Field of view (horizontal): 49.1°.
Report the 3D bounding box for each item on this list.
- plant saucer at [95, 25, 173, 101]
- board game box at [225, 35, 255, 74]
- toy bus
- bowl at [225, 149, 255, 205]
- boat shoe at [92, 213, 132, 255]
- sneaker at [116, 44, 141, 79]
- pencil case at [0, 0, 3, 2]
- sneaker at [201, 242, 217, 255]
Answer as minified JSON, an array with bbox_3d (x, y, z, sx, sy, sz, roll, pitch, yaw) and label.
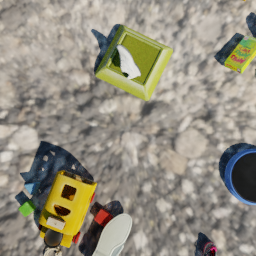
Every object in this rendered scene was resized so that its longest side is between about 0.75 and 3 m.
[{"bbox_3d":[0.163,-1.721,7.136,1.572,0.377,1.575,26,86,2],"label":"plant saucer"},{"bbox_3d":[2.931,-1.870,7.096,0.480,0.225,0.945,34,80,31],"label":"board game box"},{"bbox_3d":[-1.506,2.011,6.440,1.956,1.071,2.072,-26,85,-2],"label":"toy bus"},{"bbox_3d":[3.126,1.208,6.917,1.385,0.272,1.385,0,85,0],"label":"bowl"},{"bbox_3d":[-0.382,2.759,6.704,0.575,0.488,1.578,28,82,23],"label":"boat shoe"},{"bbox_3d":[-0.041,-1.541,6.611,0.399,0.341,0.916,-29,117,9],"label":"sneaker"},{"bbox_3d":[-3.603,-3.418,7.121,1.606,0.718,0.625,-26,118,-3],"label":"pencil case"},{"bbox_3d":[1.901,3.182,6.711,0.341,0.316,0.847,14,85,1],"label":"sneaker"}]
